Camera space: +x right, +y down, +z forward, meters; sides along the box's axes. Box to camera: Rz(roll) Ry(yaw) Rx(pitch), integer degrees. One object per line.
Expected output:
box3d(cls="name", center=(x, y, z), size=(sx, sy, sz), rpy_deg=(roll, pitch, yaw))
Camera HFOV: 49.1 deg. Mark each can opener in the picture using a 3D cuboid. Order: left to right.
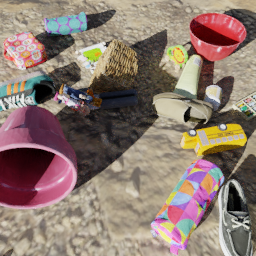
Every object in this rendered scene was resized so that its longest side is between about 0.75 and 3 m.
box3d(cls="can opener", center=(-0.943, -1.179, 10.867), size=(2.605, 0.871, 0.695), rpy_deg=(-6, 60, 5))

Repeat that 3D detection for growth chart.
box3d(cls="growth chart", center=(-1.167, -3.023, 12.604), size=(1.729, 0.212, 2.389), rpy_deg=(-31, 62, -20))

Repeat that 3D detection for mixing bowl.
box3d(cls="mixing bowl", center=(3.839, -3.888, 12.542), size=(2.431, 1.317, 2.431), rpy_deg=(1, 53, -1))

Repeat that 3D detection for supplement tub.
box3d(cls="supplement tub", center=(3.338, -1.172, 11.038), size=(0.647, 0.647, 0.890), rpy_deg=(16, 56, 11))

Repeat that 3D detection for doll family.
box3d(cls="doll family", center=(-1.647, -1.061, 9.809), size=(1.432, 2.307, 1.039), rpy_deg=(24, 89, -9))

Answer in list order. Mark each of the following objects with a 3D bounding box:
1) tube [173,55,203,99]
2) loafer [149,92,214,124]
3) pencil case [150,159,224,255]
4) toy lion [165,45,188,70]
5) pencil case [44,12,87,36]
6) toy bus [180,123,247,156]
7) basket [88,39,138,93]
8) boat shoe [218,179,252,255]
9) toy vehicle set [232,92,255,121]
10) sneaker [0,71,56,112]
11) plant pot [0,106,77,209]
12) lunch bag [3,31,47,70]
box3d(cls="tube", center=(2.519, -2.021, 11.525), size=(0.668, 0.746, 2.572), rpy_deg=(43, 48, -23))
box3d(cls="loafer", center=(1.966, -0.707, 10.403), size=(2.417, 0.919, 0.815), rpy_deg=(7, 34, 11))
box3d(cls="pencil case", center=(1.802, 2.228, 8.360), size=(1.227, 1.227, 2.777), rpy_deg=(31, 62, 20))
box3d(cls="toy lion", center=(2.131, -3.160, 12.176), size=(0.392, 1.093, 1.140), rpy_deg=(-29, 59, -19))
box3d(cls="pencil case", center=(-3.015, -5.068, 13.673), size=(2.030, 0.864, 0.938), rpy_deg=(-12, 68, -9))
box3d(cls="toy bus", center=(2.963, 0.418, 9.873), size=(2.107, 0.686, 0.825), rpy_deg=(-11, 60, -7))
box3d(cls="basket", center=(-0.545, -2.343, 11.749), size=(1.444, 1.507, 2.023), rpy_deg=(26, 60, -22))
box3d(cls="boat shoe", center=(3.128, 2.714, 8.192), size=(0.867, 0.780, 2.451), rpy_deg=(1, 55, 1))
box3d(cls="toy vehicle set", center=(4.931, -0.880, 11.120), size=(1.340, 0.178, 0.833), rpy_deg=(-27, 59, -18))
box3d(cls="sneaker", center=(-4.163, -1.266, 10.877), size=(2.833, 1.011, 1.132), rpy_deg=(-32, 56, -22))
box3d(cls="plant pot", center=(-3.010, 0.706, 8.680), size=(2.750, 2.750, 2.461), rpy_deg=(-9, 40, -6))
box3d(cls="lunch bag", center=(-4.730, -3.481, 12.599), size=(1.647, 0.766, 1.870), rpy_deg=(-30, 60, -20))
